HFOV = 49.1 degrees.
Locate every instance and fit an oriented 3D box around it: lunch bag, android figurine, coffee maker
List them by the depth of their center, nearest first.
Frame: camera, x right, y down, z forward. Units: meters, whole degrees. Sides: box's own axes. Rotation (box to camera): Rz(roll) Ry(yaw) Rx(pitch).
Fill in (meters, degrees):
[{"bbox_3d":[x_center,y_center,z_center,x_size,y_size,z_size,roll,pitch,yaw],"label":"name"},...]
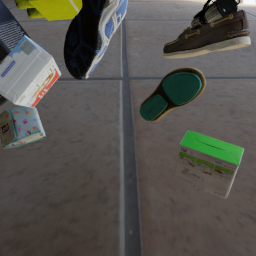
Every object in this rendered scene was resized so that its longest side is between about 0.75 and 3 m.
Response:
[{"bbox_3d":[-2.049,-0.027,5.279,0.786,0.479,0.670,-19,76,-10],"label":"lunch bag"},{"bbox_3d":[-1.577,-3.129,6.909,2.126,0.437,1.935,-6,1,7],"label":"android figurine"},{"bbox_3d":[2.627,-3.375,8.387,1.100,0.772,1.145,-19,1,-29],"label":"coffee maker"}]

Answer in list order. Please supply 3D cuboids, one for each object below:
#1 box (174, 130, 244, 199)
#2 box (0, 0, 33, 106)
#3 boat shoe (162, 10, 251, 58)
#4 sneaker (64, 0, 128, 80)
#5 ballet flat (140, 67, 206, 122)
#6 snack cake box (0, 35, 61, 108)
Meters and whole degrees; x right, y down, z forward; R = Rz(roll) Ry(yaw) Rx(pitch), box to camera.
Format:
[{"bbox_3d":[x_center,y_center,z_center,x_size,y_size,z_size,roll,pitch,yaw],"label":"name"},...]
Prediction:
[{"bbox_3d":[1.367,0.638,4.859,0.984,0.868,0.476,19,43,22],"label":"box"},{"bbox_3d":[-3.036,-1.672,6.241,1.532,2.071,1.080,-25,21,25],"label":"box"},{"bbox_3d":[1.880,-2.323,7.285,0.961,0.796,2.676,-13,11,-32],"label":"boat shoe"},{"bbox_3d":[-0.541,-2.049,5.627,0.935,2.470,0.951,41,31,20],"label":"sneaker"},{"bbox_3d":[0.825,-0.666,5.136,0.581,0.632,1.843,-36,3,-33],"label":"ballet flat"},{"bbox_3d":[-0.973,-0.502,2.771,0.307,0.525,0.913,37,-4,-8],"label":"snack cake box"}]
